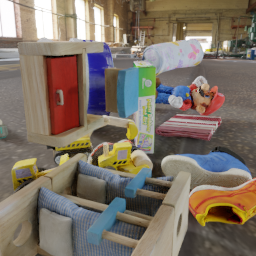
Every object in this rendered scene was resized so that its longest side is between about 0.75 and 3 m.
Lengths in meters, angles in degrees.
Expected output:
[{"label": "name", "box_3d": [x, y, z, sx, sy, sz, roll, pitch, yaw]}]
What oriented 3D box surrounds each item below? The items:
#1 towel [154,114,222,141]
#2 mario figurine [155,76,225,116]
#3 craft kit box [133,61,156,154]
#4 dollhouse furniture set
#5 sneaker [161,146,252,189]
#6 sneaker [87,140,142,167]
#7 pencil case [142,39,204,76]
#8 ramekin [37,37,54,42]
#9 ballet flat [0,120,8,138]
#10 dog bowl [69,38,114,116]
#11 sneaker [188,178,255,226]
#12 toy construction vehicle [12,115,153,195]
[{"label": "towel", "box_3d": [2.196, -0.092, 9.819, 1.796, 0.284, 2.494, 6, 17, 26]}, {"label": "mario figurine", "box_3d": [2.317, -1.443, 10.880, 2.875, 1.775, 1.524, 10, -11, 5]}, {"label": "craft kit box", "box_3d": [0.436, -0.739, 8.400, 0.574, 2.366, 2.337, -1, 17, -4]}, {"label": "dollhouse furniture set", "box_3d": [-0.384, 0.425, 3.668, 2.085, 2.959, 2.073, 7, 19, 22]}, {"label": "sneaker", "box_3d": [1.688, 0.819, 6.119, 1.845, 0.708, 1.026, 8, 25, 12]}, {"label": "sneaker", "box_3d": [-0.237, 0.702, 6.723, 0.703, 0.661, 1.716, 20, 27, 33]}, {"label": "pencil case", "box_3d": [1.733, -2.668, 10.526, 2.456, 1.114, 1.021, -21, 27, -33]}, {"label": "ramekin", "box_3d": [-3.356, -2.822, 10.913, 0.721, 1.549, 1.549, 34, 11, -15]}, {"label": "ballet flat", "box_3d": [-4.411, -0.114, 9.420, 0.566, 0.535, 1.679, -13, 21, -35]}, {"label": "dog bowl", "box_3d": [-1.481, -1.590, 9.958, 1.178, 2.991, 2.991, -2, 17, -21]}, {"label": "sneaker", "box_3d": [2.011, 1.346, 4.873, 1.920, 0.701, 0.740, -10, 34, -7]}, {"label": "toy construction vehicle", "box_3d": [-1.011, 0.492, 6.330, 2.821, 0.993, 2.456, -9, 16, -5]}]
